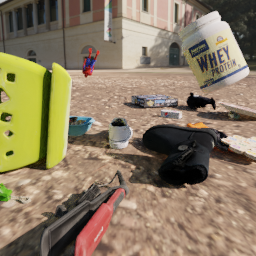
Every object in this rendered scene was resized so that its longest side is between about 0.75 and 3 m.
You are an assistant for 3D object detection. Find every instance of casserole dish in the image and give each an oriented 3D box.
[{"bbox_3d":[-2.386,-0.085,10.075,2.426,0.471,1.469,2,15,9],"label":"casserole dish"}]

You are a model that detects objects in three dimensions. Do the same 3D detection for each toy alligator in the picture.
[{"bbox_3d":[-2.528,1.181,5.305,1.413,0.383,0.419,2,15,7],"label":"toy alligator"}]

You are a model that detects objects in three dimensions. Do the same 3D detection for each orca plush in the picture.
[{"bbox_3d":[3.575,-1.146,14.312,1.137,0.768,2.161,44,-9,-35],"label":"orca plush"}]

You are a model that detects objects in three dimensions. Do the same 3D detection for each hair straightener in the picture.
[{"bbox_3d":[-0.700,1.249,4.696,1.039,0.553,2.701,4,15,15],"label":"hair straightener"}]

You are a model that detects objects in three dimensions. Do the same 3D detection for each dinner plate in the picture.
[{"bbox_3d":[5.149,-0.778,12.495,2.225,0.270,2.225,13,10,-2],"label":"dinner plate"}]

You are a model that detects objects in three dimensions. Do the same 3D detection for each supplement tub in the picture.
[{"bbox_3d":[2.198,-1.925,7.313,1.292,1.782,1.292,-27,3,2],"label":"supplement tub"}]

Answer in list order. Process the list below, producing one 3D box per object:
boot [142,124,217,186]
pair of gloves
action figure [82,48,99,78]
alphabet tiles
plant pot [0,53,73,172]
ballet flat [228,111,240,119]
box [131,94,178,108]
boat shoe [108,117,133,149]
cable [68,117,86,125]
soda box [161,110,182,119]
[{"bbox_3d":[0.982,0.578,6.490,1.971,0.753,1.656,1,26,28],"label":"boot"},{"bbox_3d":[1.895,0.381,8.459,2.658,0.329,2.368,-5,21,-21],"label":"pair of gloves"},{"bbox_3d":[-1.406,-2.471,10.451,0.443,1.358,0.672,14,51,-15],"label":"action figure"},{"bbox_3d":[3.531,0.538,7.714,1.714,0.125,1.676,-10,26,-44],"label":"alphabet tiles"},{"bbox_3d":[-2.878,-0.503,7.280,2.607,2.858,2.872,3,13,-16],"label":"plant pot"},{"bbox_3d":[4.628,-0.596,12.432,0.315,0.315,0.849,-1,13,-5],"label":"ballet flat"},{"bbox_3d":[1.444,-1.524,15.602,2.011,0.500,1.996,-5,16,-20],"label":"box"},{"bbox_3d":[-0.230,0.002,9.159,0.817,0.741,2.220,-1,14,-4],"label":"boat shoe"},{"bbox_3d":[-2.171,-0.131,9.908,0.747,0.387,1.538,-9,-3,-41],"label":"cable"},{"bbox_3d":[1.921,-0.613,12.464,0.914,0.291,0.311,10,18,32],"label":"soda box"}]
